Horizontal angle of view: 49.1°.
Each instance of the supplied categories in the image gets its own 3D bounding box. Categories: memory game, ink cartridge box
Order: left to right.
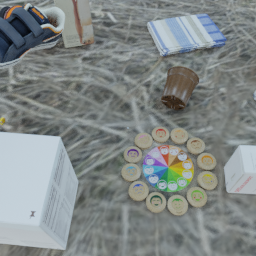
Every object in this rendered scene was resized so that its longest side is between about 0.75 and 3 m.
[{"bbox_3d":[1.143,1.076,7.755,2.694,0.172,2.694,0,58,0],"label":"memory game"},{"bbox_3d":[3.548,1.098,7.028,1.893,1.368,0.801,2,58,1],"label":"ink cartridge box"}]

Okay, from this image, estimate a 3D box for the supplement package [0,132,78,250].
[{"bbox_3d":[-2.286,1.470,6.185,1.809,2.384,1.796,4,58,3],"label":"supplement package"}]

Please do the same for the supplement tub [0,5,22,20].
[{"bbox_3d":[-3.730,-3.786,10.293,2.071,1.107,1.107,26,61,17],"label":"supplement tub"}]

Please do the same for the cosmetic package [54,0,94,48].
[{"bbox_3d":[-1.946,-4.302,9.685,1.156,2.650,1.370,-12,59,-7],"label":"cosmetic package"}]

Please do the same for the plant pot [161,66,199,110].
[{"bbox_3d":[1.571,-1.188,8.757,1.054,1.054,1.043,19,68,11],"label":"plant pot"}]

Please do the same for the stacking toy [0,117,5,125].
[{"bbox_3d":[-4.245,-0.058,8.456,0.669,0.208,0.887,21,61,13],"label":"stacking toy"}]

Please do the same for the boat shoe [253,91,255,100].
[{"bbox_3d":[4.889,-1.056,8.790,1.643,0.701,0.607,16,59,10],"label":"boat shoe"}]

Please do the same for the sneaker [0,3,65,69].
[{"bbox_3d":[-2.835,-2.567,7.425,1.150,1.164,2.932,45,43,-3],"label":"sneaker"}]

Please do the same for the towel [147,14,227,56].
[{"bbox_3d":[2.172,-3.578,10.637,2.608,0.310,1.916,-13,56,-10],"label":"towel"}]
